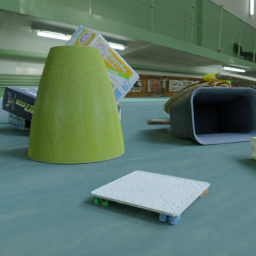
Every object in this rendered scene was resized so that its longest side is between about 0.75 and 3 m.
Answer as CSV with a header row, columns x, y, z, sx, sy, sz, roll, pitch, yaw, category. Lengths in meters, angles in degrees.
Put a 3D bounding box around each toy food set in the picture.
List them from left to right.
x,y,z,sx,sy,sz,roll,pitch,yaw,category
1.962,-0.926,8.142,2.045,0.594,2.961,2,-25,-39,toy food set

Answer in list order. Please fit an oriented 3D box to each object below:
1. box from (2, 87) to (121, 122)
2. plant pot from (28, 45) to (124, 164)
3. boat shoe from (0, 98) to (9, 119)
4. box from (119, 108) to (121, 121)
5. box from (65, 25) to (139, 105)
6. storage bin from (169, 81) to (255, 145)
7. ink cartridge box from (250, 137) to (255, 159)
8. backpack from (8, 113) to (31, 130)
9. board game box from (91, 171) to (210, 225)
x,y,z,sx,sy,sz,roll,pitch,yaw,category
-1.889,-0.633,8.650,2.314,0.749,2.934,22,15,19,box
-1.013,-0.517,5.494,1.895,2.025,1.895,0,8,0,plant pot
-3.441,-0.753,10.776,2.863,1.001,0.948,0,13,-17,boat shoe
-1.159,-0.699,12.009,1.205,0.621,2.066,-3,8,-19,box
-1.075,-2.294,10.538,1.372,1.523,2.707,38,1,42,box
2.089,-0.365,7.196,2.076,1.511,1.395,-4,-2,-24,storage bin
3.028,0.383,4.303,1.365,0.450,1.875,-1,4,-9,ink cartridge box
-3.278,-0.264,8.781,1.020,0.784,0.832,26,16,13,backpack
0.286,0.746,3.233,1.029,0.133,1.029,4,9,32,board game box
